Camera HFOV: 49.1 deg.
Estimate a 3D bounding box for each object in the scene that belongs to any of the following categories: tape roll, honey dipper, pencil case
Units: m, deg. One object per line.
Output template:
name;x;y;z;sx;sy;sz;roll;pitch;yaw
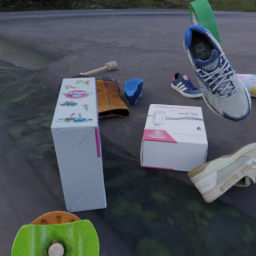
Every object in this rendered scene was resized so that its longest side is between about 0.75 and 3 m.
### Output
tape roll;2.367;-2.958;8.593;0.451;1.877;1.877;-18;26;12
honey dipper;-1.552;-3.035;14.646;0.445;0.445;2.345;25;39;38
pencil case;5.143;-1.840;11.824;2.235;0.929;1.014;6;55;13

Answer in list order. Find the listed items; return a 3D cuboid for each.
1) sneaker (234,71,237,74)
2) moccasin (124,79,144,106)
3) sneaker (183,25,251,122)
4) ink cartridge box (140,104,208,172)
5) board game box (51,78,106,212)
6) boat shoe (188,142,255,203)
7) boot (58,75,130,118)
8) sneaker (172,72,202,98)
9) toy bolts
sneaker;4.669;-2.890;14.024;1.539;0.735;0.610;4;29;8
moccasin;0.178;-1.514;11.575;0.819;0.694;2.036;0;26;16
sneaker;1.766;-1.154;5.866;0.893;2.317;0.987;-32;-12;18
ink cartridge box;1.313;0.190;8.094;1.672;0.945;2.282;4;29;8
board game box;-1.117;0.215;6.821;0.924;2.120;2.874;-5;29;-7
boat shoe;2.625;1.032;6.760;2.666;0.962;0.866;-13;67;-34
boot;-1.415;-1.069;10.894;2.557;0.930;2.716;2;35;-14
sneaker;2.534;-1.922;12.186;0.696;0.785;1.857;-15;32;-26
toy bolts;-1.775;2.437;3.998;2.500;1.734;2.388;4;68;-14
